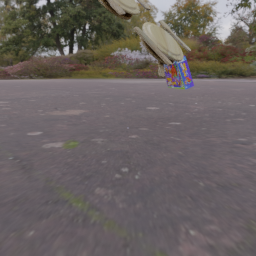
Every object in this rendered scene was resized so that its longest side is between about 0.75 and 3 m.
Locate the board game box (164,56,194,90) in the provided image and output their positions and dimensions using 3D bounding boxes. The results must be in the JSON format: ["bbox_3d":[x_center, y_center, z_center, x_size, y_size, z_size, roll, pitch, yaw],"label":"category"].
[{"bbox_3d":[1.472,-1.681,8.557,0.303,0.908,1.351,-23,15,-8],"label":"board game box"}]

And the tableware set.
[{"bbox_3d":[0.170,-2.049,5.581,0.455,2.271,1.501,-45,-2,36],"label":"tableware set"}]
